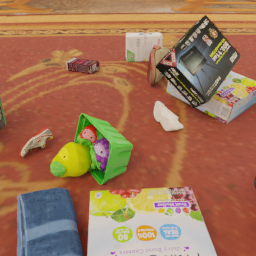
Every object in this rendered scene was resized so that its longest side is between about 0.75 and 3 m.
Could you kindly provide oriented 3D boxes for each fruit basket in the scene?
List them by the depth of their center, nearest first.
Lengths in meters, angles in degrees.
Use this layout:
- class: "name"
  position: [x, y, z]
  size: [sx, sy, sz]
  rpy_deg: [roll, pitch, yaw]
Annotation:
- class: "fruit basket"
  position: [-0.904, 0.487, 6.076]
  size: [1.635, 1.179, 1.635]
  rpy_deg: [14, 22, -6]

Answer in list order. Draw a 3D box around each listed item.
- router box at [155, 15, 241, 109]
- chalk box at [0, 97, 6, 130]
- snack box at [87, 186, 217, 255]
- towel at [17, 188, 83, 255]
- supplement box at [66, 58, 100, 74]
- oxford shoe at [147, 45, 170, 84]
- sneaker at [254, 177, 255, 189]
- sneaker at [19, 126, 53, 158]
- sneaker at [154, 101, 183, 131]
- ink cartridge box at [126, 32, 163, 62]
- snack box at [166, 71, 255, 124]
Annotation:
- class: "router box"
  position: [1.922, -1.786, 7.489]
  size: [2.063, 1.546, 0.641]
  rpy_deg: [-50, 11, -25]
- class: "chalk box"
  position: [-4.105, -0.428, 7.063]
  size: [1.335, 1.345, 2.154]
  rpy_deg: [12, 35, 11]
- class: "snack box"
  position: [0.313, 1.874, 4.129]
  size: [1.804, 0.724, 2.139]
  rpy_deg: [-2, 34, -5]
- class: "towel"
  position: [-1.329, 1.709, 4.664]
  size: [0.975, 0.424, 1.746]
  rpy_deg: [-9, 33, -15]
- class: "supplement box"
  position: [-1.819, -2.518, 11.345]
  size: [1.194, 0.364, 0.650]
  rpy_deg: [12, 34, 20]
- class: "oxford shoe"
  position: [1.364, -2.476, 10.689]
  size: [1.120, 1.055, 2.994]
  rpy_deg: [11, 35, 5]
- class: "sneaker"
  position: [2.692, 1.653, 4.304]
  size: [1.470, 0.955, 2.546]
  rpy_deg: [-18, 38, -23]
- class: "sneaker"
  position: [-2.210, 0.378, 6.769]
  size: [0.961, 0.395, 0.374]
  rpy_deg: [-46, 11, -31]
- class: "sneaker"
  position: [1.136, -0.317, 7.921]
  size: [0.553, 0.471, 1.251]
  rpy_deg: [1, 37, -21]
- class: "ink cartridge box"
  position: [0.687, -3.536, 12.237]
  size: [1.542, 1.121, 0.675]
  rpy_deg: [-3, 33, -4]
- class: "snack box"
  position: [2.682, -1.255, 8.815]
  size: [2.258, 0.764, 1.904]
  rpy_deg: [33, 45, 33]
